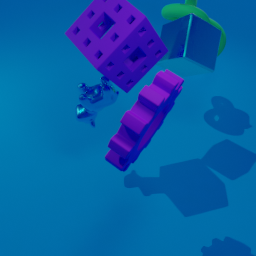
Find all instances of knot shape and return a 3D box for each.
[{"bbox_3d":[1.782,-2.557,7.188,1.790,0.884,1.913,52,32,-5],"label":"knot shape"}]

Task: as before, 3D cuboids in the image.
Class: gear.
[{"bbox_3d":[0.221,-0.076,3.521,0.249,1.347,1.347,34,52,11],"label":"gear"}]

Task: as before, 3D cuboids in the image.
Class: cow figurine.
[{"bbox_3d":[-0.638,-0.495,5.698,1.065,1.048,0.585,-17,56,11],"label":"cow figurine"}]

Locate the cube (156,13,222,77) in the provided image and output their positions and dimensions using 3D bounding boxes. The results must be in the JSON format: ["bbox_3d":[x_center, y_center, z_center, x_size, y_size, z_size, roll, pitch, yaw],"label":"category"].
[{"bbox_3d":[1.241,-1.666,5.823,0.897,0.897,0.897,15,-5,-32],"label":"cube"}]

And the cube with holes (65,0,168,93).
[{"bbox_3d":[-0.176,-1.498,4.900,1.073,1.073,1.073,-45,61,9],"label":"cube with holes"}]
